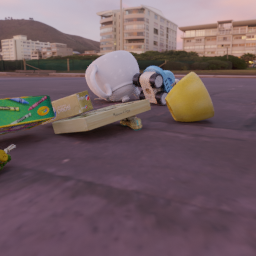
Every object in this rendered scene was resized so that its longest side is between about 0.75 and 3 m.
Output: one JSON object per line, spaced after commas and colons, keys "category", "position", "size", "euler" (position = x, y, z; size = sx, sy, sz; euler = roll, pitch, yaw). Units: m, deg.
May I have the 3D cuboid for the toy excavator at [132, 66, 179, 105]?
{"category": "toy excavator", "position": [1.804, -1.940, 13.017], "size": [1.319, 2.567, 2.640], "euler": [12, 45, 46]}

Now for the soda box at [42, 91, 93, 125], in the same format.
{"category": "soda box", "position": [-1.722, -0.532, 7.529], "size": [1.557, 0.527, 0.498], "euler": [-12, 10, 33]}

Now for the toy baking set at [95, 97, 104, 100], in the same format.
{"category": "toy baking set", "position": [-1.054, -1.590, 14.668], "size": [1.314, 0.153, 1.009], "euler": [2, 12, 11]}

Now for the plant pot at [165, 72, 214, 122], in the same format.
{"category": "plant pot", "position": [1.768, -0.778, 8.489], "size": [1.066, 1.502, 1.502], "euler": [-26, 12, 3]}

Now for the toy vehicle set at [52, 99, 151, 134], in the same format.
{"category": "toy vehicle set", "position": [-0.635, -0.319, 7.290], "size": [1.401, 0.299, 2.255], "euler": [-5, 11, 44]}

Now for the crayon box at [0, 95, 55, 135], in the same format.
{"category": "crayon box", "position": [-2.761, -0.197, 6.015], "size": [1.187, 0.582, 1.999], "euler": [-17, -1, 41]}

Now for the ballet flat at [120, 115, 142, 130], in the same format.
{"category": "ballet flat", "position": [0.065, -0.228, 7.819], "size": [0.403, 0.403, 1.141], "euler": [-5, 13, -22]}

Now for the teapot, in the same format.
{"category": "teapot", "position": [-0.565, -2.169, 13.271], "size": [2.803, 2.047, 2.767], "euler": [-22, -12, -15]}

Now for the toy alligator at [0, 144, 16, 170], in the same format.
{"category": "toy alligator", "position": [-2.074, 0.554, 4.412], "size": [0.429, 0.311, 1.295], "euler": [-30, 6, 15]}
